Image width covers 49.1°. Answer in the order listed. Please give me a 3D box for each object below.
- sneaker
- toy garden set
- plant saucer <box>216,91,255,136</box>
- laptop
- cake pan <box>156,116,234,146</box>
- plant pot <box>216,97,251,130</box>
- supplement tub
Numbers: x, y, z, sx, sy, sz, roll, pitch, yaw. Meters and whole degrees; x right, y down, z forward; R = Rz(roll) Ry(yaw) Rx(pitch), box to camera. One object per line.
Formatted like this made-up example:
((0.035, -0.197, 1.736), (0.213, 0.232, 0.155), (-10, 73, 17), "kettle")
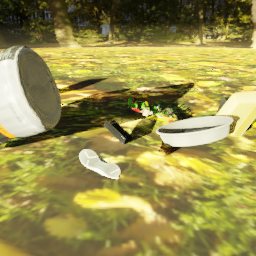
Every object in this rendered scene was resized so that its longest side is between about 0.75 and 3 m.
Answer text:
((-0.467, 0.626, 4.596), (0.790, 0.316, 0.278), (29, 71, 17), "sneaker")
((0.758, -0.562, 8.384), (1.487, 0.297, 1.239), (19, 19, -7), "toy garden set")
((2.892, -0.322, 7.422), (0.349, 1.441, 1.441), (42, -5, -12), "plant saucer")
((-0.218, 0.030, 7.156), (0.710, 0.414, 0.801), (44, 34, 8), "laptop")
((1.632, 0.067, 6.885), (1.865, 0.342, 1.865), (-11, 9, 2), "cake pan")
((3.204, -0.482, 8.503), (0.902, 0.802, 0.904), (2, 20, 7), "plant pot")
((-3.000, -0.435, 5.755), (2.843, 1.742, 1.742), (-16, 16, 13), "supplement tub")
